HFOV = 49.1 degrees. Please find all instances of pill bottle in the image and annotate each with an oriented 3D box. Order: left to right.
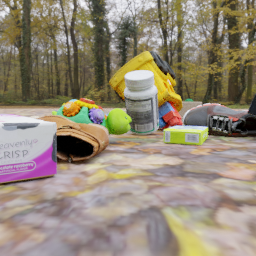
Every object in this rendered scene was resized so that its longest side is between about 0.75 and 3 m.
[{"bbox_3d":[0.392,-0.732,8.126,0.961,1.699,0.961,-5,29,3],"label":"pill bottle"}]

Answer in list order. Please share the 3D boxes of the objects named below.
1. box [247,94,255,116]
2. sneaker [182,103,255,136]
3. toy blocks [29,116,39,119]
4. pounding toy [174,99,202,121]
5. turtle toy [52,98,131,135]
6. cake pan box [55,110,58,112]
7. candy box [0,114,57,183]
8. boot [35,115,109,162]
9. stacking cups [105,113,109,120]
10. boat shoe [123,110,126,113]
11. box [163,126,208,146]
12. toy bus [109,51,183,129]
[{"bbox_3d":[4.602,-0.533,7.333,1.975,1.103,2.798,25,18,32],"label":"box"},{"bbox_3d":[2.796,-0.196,8.065,2.420,0.932,0.991,0,11,12],"label":"sneaker"},{"bbox_3d":[-2.951,-0.024,7.749,1.296,0.565,1.555,-1,5,-20],"label":"toy blocks"},{"bbox_3d":[1.867,-0.826,13.431,2.512,1.150,2.207,-1,5,-17],"label":"pounding toy"},{"bbox_3d":[-0.834,-0.157,6.399,1.803,0.911,1.314,16,8,-9],"label":"turtle toy"},{"bbox_3d":[-3.021,-0.813,16.785,2.140,0.560,1.971,5,5,43],"label":"cake pan box"},{"bbox_3d":[-2.213,0.212,4.065,1.640,0.734,2.405,-3,6,-33],"label":"candy box"},{"bbox_3d":[-1.290,0.236,4.980,1.882,0.722,1.461,7,10,3],"label":"boot"},{"bbox_3d":[-0.763,-0.301,10.392,0.634,0.634,2.094,3,6,29],"label":"stacking cups"},{"bbox_3d":[-0.187,-0.742,15.778,0.629,0.564,1.699,0,5,-3],"label":"boat shoe"},{"bbox_3d":[1.495,0.157,7.016,0.882,0.345,1.447,3,7,22],"label":"box"},{"bbox_3d":[1.122,-1.094,10.454,1.983,2.805,2.922,-38,-17,20],"label":"toy bus"}]
